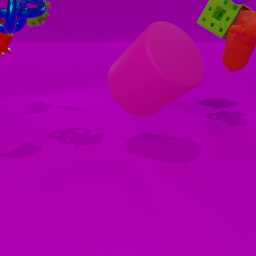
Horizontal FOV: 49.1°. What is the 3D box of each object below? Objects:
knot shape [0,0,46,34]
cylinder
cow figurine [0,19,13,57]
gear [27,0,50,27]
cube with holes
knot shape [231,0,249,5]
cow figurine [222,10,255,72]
[{"bbox_3d":[-2.247,-2.193,5.474,1.096,0.541,1.171,-20,27,27],"label":"knot shape"},{"bbox_3d":[0.515,-1.085,5.488,1.378,1.378,1.378,-15,-12,-38],"label":"cylinder"},{"bbox_3d":[-3.975,-2.880,8.597,0.820,1.469,1.493,15,-7,-39],"label":"cow figurine"},{"bbox_3d":[-2.767,-3.505,7.842,1.241,1.241,0.229,9,37,25],"label":"gear"},{"bbox_3d":[3.139,-3.533,8.977,1.070,1.070,1.070,-6,44,-47],"label":"cube with holes"},{"bbox_3d":[2.467,-3.391,6.484,1.027,1.098,0.507,3,-18,24],"label":"knot shape"},{"bbox_3d":[3.014,-2.215,7.411,0.936,1.706,1.679,16,34,10],"label":"cow figurine"}]
